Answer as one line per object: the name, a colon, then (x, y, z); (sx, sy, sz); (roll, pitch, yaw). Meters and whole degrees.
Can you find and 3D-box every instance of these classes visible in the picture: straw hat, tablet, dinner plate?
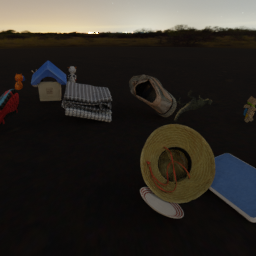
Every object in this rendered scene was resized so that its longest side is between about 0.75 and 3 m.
straw hat: (0.803, 0.698, 5.170); (1.479, 1.479, 0.626); (-7, -20, -18)
tablet: (1.968, 0.973, 5.013); (1.094, 0.115, 1.682); (-17, 26, -20)
dinner plate: (0.515, 1.184, 4.391); (0.771, 0.093, 0.771); (26, 13, -6)

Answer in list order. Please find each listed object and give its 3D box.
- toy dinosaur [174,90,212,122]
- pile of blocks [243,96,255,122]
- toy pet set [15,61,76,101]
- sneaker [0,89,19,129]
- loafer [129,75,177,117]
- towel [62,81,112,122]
toy dinosaur: (1.910, -0.765, 8.642); (1.502, 0.356, 0.662); (-24, 61, -15)
pile of blocks: (3.812, -0.555, 8.727); (0.260, 0.835, 0.343); (22, -3, -35)
toy pet set: (-3.274, -2.127, 11.052); (2.494, 1.325, 2.329); (-3, 33, -11)
sneaker: (-3.811, -0.609, 7.937); (0.915, 0.759, 1.915); (9, 33, 5)
loafer: (0.668, -1.332, 9.793); (0.863, 0.987, 2.746); (25, 14, -37)
towel: (-1.316, -0.941, 9.082); (1.542, 0.797, 1.862); (9, 20, -14)
